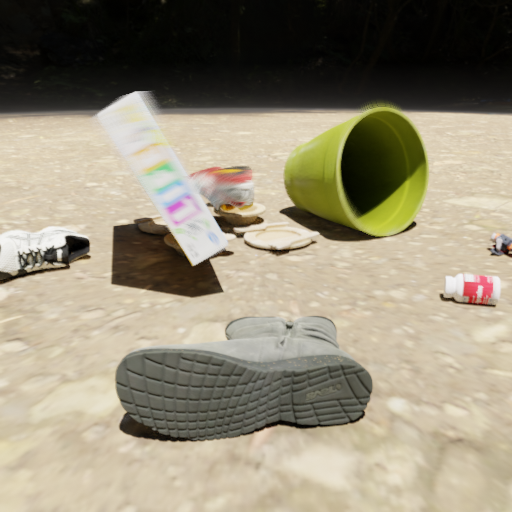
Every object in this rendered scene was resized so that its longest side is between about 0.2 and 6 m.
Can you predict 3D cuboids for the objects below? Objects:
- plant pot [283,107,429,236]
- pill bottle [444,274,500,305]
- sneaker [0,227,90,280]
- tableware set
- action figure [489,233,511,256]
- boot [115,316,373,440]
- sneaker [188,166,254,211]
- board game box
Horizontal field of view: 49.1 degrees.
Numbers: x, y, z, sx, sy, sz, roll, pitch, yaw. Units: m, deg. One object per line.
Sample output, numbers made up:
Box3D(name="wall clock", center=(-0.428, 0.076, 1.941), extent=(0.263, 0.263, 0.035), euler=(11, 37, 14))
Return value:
Box3D(name="plant pot", center=(2.099, -1.891, 13.188), extent=(2.759, 2.759, 2.657), euler=(-12, 10, -31))
Box3D(name="pill bottle", center=(3.424, 0.526, 8.917), extent=(0.801, 0.450, 0.450), euler=(4, 19, 14))
Box3D(name="sneaker", center=(-3.926, -0.095, 10.220), extent=(0.913, 0.787, 2.082), euler=(10, 22, 26))
Box3D(name="tableware set", center=(-0.764, -0.665, 12.393), extent=(3.203, 0.445, 3.835), euler=(-10, 22, -26))
Box3D(name="action figure", center=(5.124, -0.246, 11.200), extent=(0.864, 0.467, 0.893), euler=(25, 30, 35))
Box3D(name="boot", center=(-0.183, 1.230, 6.466), extent=(2.759, 0.934, 1.802), euler=(4, 13, -12))
Box3D(name="sneaker", center=(-0.934, -1.450, 12.609), extent=(0.918, 0.969, 2.359), euler=(-26, 23, -32))
Box3D(name="board game box", center=(-1.782, -1.537, 10.202), extent=(0.679, 2.667, 3.967), euler=(-32, 18, -4))
